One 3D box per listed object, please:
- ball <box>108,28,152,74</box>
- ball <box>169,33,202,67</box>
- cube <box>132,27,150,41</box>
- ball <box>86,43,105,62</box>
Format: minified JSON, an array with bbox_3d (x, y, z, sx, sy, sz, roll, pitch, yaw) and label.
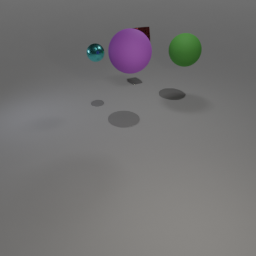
[{"bbox_3d":[0.066,-2.456,8.992,1.400,1.400,1.400,0,30,0],"label":"ball"},{"bbox_3d":[2.458,-3.362,12.090,1.400,1.400,1.400,0,30,0],"label":"ball"},{"bbox_3d":[0.589,-4.475,13.517,0.700,0.700,0.700,-15,19,-26],"label":"cube"},{"bbox_3d":[-1.264,-2.927,10.889,0.700,0.700,0.700,0,30,0],"label":"ball"}]
